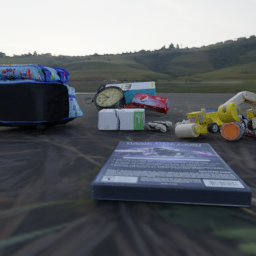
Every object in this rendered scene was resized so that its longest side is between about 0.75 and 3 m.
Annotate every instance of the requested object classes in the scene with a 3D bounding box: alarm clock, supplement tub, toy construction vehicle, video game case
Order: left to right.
[{"bbox_3d":[-1.045,-1.276,13.125,2.123,0.707,1.432,1,50,15],"label":"alarm clock"},{"bbox_3d":[0.588,0.565,4.400,1.815,0.241,2.541,1,8,5],"label":"video game case"},{"bbox_3d":[2.651,-0.368,7.204,2.616,0.921,2.277,-7,1,-31],"label":"toy construction vehicle"},{"bbox_3d":[2.628,0.022,6.993,0.531,0.531,0.867,5,11,30],"label":"supplement tub"}]

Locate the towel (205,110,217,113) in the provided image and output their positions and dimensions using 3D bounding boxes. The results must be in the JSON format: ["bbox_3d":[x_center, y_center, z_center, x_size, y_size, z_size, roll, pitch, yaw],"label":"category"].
[{"bbox_3d":[3.359,-0.556,11.548,0.682,0.297,1.222,3,8,14],"label":"towel"}]

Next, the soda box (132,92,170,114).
[{"bbox_3d":[1.071,-1.167,13.088,1.697,0.594,0.538,14,-24,30],"label":"soda box"}]

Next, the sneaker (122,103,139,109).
[{"bbox_3d":[0.032,-1.145,14.594,1.220,0.529,0.450,1,8,7],"label":"sneaker"}]

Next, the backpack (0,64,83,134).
[{"bbox_3d":[-2.829,-0.950,8.917,2.589,1.908,2.836,2,8,20],"label":"backpack"}]

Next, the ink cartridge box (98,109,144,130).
[{"bbox_3d":[-0.182,-0.280,8.765,1.387,0.585,1.013,0,9,3],"label":"ink cartridge box"}]

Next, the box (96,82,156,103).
[{"bbox_3d":[-0.064,-1.809,14.523,2.963,0.728,1.219,-3,24,6],"label":"box"}]

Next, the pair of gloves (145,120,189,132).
[{"bbox_3d":[1.426,-0.092,8.547,1.659,0.291,1.411,3,9,16],"label":"pair of gloves"}]

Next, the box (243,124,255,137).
[{"bbox_3d":[3.684,0.090,7.399,0.927,0.270,1.354,-3,9,-19],"label":"box"}]
